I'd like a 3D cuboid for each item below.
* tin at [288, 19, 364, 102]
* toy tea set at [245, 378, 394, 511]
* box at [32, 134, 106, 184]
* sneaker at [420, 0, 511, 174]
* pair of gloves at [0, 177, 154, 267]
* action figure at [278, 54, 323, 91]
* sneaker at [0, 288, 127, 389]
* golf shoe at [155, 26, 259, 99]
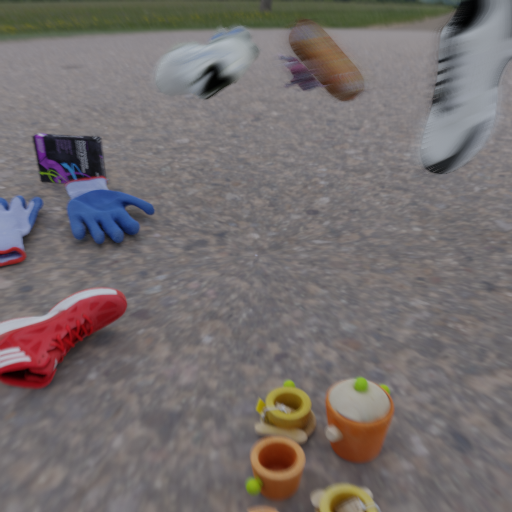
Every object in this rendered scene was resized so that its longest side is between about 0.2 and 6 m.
[{"bbox_3d":[1.050,-2.920,8.391,1.415,0.296,0.792,49,46,-3],"label":"tin"},{"bbox_3d":[0.567,1.945,5.393,1.477,0.919,2.484,5,28,10],"label":"toy tea set"},{"bbox_3d":[-4.385,-2.267,13.206,1.607,1.149,0.290,3,28,7],"label":"box"},{"bbox_3d":[3.595,-3.222,9.889,1.427,3.567,1.315,4,21,-32],"label":"sneaker"},{"bbox_3d":[-4.011,-0.740,11.110,3.803,0.433,3.057,-13,32,-21],"label":"pair of gloves"},{"bbox_3d":[0.872,-3.783,11.357,0.737,0.663,0.990,-18,42,-5],"label":"action figure"},{"bbox_3d":[-2.489,1.161,7.334,1.881,0.737,1.087,-23,42,-16],"label":"sneaker"},{"bbox_3d":[-1.211,-3.669,11.307,2.619,1.025,1.273,-11,51,39],"label":"golf shoe"}]
